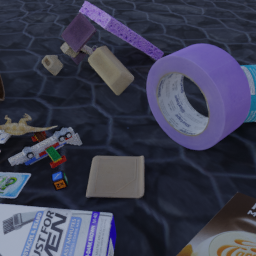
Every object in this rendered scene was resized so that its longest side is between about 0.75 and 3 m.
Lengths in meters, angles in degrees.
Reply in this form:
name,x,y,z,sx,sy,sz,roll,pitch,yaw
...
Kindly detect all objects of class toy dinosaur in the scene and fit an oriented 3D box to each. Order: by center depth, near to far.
name,x,y,z,sx,sy,sz,roll,pitch,yaw
toy dinosaur,-2.531,0.000,6.635,1.660,0.483,0.839,3,20,-15

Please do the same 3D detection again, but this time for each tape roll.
name,x,y,z,sx,sy,sz,roll,pitch,yaw
tape roll,1.486,-0.679,6.277,0.933,2.195,2.195,-28,48,-29

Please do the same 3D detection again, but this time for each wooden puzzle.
name,x,y,z,sx,sy,sz,roll,pitch,yaw
wooden puzzle,-0.239,1.023,5.876,1.167,0.217,1.080,-3,40,5

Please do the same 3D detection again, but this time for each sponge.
name,x,y,z,sx,sy,sz,roll,pitch,yaw
sponge,-0.122,-3.117,9.237,2.812,0.419,1.568,15,23,-50

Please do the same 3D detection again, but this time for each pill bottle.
name,x,y,z,sx,sy,sz,roll,pitch,yaw
pill bottle,3.441,-0.887,7.089,2.596,1.438,1.438,-4,41,-4

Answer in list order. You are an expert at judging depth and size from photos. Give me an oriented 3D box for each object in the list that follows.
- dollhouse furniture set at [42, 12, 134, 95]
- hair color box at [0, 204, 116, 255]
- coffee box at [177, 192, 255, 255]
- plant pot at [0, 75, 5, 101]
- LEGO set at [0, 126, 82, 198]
name,x,y,z,sx,sy,sz,roll,pitch,yaw
dollhouse furniture set,-0.991,-1.807,9.125,2.631,2.084,1.867,50,16,16
hair color box,-1.647,2.003,4.114,2.773,0.899,1.515,2,46,6
coffee box,1.330,1.894,3.145,1.454,1.014,2.543,17,26,38
plant pot,-4.471,-1.302,7.606,1.590,1.606,1.606,-17,43,-8
LEGO set,-2.364,0.778,6.003,2.911,0.714,2.174,-1,38,17
